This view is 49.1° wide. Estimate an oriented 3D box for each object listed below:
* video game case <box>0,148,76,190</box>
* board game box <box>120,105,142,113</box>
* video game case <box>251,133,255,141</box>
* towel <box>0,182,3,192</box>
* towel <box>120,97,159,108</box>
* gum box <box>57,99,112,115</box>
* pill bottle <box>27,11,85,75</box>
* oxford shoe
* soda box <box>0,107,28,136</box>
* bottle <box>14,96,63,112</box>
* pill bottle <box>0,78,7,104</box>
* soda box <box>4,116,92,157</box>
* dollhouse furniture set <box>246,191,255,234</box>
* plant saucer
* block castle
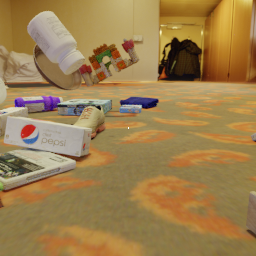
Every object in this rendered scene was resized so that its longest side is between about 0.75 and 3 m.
[{"bbox_3d":[-2.371,0.815,6.220,1.813,0.212,1.648,10,15,39],"label":"video game case"},{"bbox_3d":[0.171,-1.008,14.615,1.069,0.259,1.414,1,12,5],"label":"board game box"},{"bbox_3d":[4.911,-0.208,7.912,1.671,0.208,2.335,-4,-23,-18],"label":"video game case"},{"bbox_3d":[-3.116,1.077,4.558,1.853,0.284,1.382,-14,20,-31],"label":"towel"},{"bbox_3d":[0.668,-1.458,16.409,1.954,0.484,1.443,9,22,35],"label":"towel"},{"bbox_3d":[-2.097,-1.086,14.270,2.142,0.562,2.521,2,12,8],"label":"gum box"},{"bbox_3d":[-1.924,-2.294,7.684,0.898,1.571,0.898,-38,-1,0],"label":"pill bottle"},{"bbox_3d":[-1.426,-0.228,9.341,0.903,0.942,2.551,2,12,10],"label":"oxford shoe"},{"bbox_3d":[-4.455,-0.283,10.231,0.734,0.686,2.155,1,13,6],"label":"soda box"},{"bbox_3d":[-4.568,-1.250,14.510,2.365,0.772,0.988,-8,15,-35],"label":"bottle"},{"bbox_3d":[-5.727,-0.989,9.782,2.807,1.583,1.583,-15,7,20],"label":"pill bottle"},{"bbox_3d":[-2.038,0.197,7.187,2.092,0.713,0.666,9,2,10],"label":"soda box"},{"bbox_3d":[3.022,0.073,3.176,2.601,2.941,1.635,-3,13,-17],"label":"dollhouse furniture set"},{"bbox_3d":[-2.535,-2.125,9.959,0.352,2.041,2.041,-34,-5,28],"label":"plant saucer"},{"bbox_3d":[-0.964,-3.175,13.305,2.936,1.377,1.962,-27,9,6],"label":"block castle"}]
